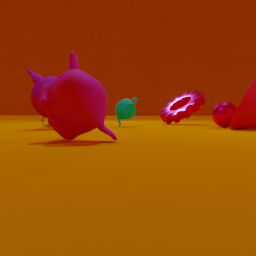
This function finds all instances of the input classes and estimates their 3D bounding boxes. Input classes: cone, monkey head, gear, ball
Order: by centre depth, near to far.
[{"bbox_3d":[-0.699,-0.314,4.002,0.849,1.409,1.014,-27,-9,0],"label":"monkey head"},{"bbox_3d":[3.313,-0.281,6.545,1.325,1.320,1.320,29,15,23],"label":"cone"},{"bbox_3d":[2.743,-0.377,7.913,0.729,0.729,0.729,0,3,0],"label":"ball"},{"bbox_3d":[2.070,-0.811,10.722,1.775,0.328,1.775,-30,18,11],"label":"gear"}]

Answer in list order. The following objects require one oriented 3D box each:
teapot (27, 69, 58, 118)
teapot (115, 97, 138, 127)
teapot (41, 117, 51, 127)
[{"bbox_3d":[-1.977,-0.817,7.134,1.051,1.690,0.828,-41,20,-12],"label":"teapot"},{"bbox_3d":[-0.056,-0.509,8.509,0.513,1.049,0.652,30,-8,47],"label":"teapot"},{"bbox_3d":[-1.958,-0.849,8.524,0.962,1.965,1.222,39,-19,-24],"label":"teapot"}]
